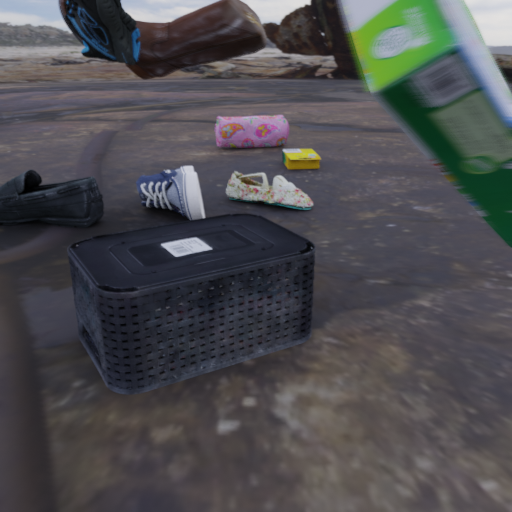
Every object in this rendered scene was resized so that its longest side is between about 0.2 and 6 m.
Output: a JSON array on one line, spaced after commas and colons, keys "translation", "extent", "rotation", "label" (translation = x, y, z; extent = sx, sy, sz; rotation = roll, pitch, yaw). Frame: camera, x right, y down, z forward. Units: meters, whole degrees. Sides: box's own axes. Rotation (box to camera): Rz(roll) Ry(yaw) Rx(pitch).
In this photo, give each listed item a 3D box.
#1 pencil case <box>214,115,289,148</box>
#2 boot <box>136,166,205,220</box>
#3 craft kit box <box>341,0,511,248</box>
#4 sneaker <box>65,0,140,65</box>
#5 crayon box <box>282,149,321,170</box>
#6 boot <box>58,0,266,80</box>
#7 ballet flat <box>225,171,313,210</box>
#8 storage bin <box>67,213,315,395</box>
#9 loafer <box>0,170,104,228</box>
[{"translation": [-0.125, -3.951, 17.754], "extent": [2.329, 1.018, 1.018], "rotation": [-6, 22, -13], "label": "pencil case"}, {"translation": [-1.721, -1.162, 11.047], "extent": [1.218, 0.981, 2.696], "rotation": [-11, 15, -7], "label": "boot"}, {"translation": [1.341, -1.534, 4.085], "extent": [0.588, 2.395, 2.425], "rotation": [-24, -34, 31], "label": "craft kit box"}, {"translation": [-1.916, -2.895, 6.491], "extent": [0.768, 0.686, 1.875], "rotation": [2, -23, 2], "label": "sneaker"}, {"translation": [1.228, -2.635, 15.343], "extent": [0.870, 0.348, 1.370], "rotation": [-2, 21, -4], "label": "crayon box"}, {"translation": [-1.595, -4.410, 10.502], "extent": [3.136, 1.007, 2.922], "rotation": [-1, -7, 28], "label": "boot"}, {"translation": [0.241, -1.399, 11.779], "extent": [2.007, 0.642, 0.759], "rotation": [10, 17, 23], "label": "ballet flat"}, {"translation": [-0.726, 0.397, 6.538], "extent": [2.520, 1.182, 1.704], "rotation": [-11, 24, -28], "label": "storage bin"}, {"translation": [-4.320, -1.144, 10.642], "extent": [2.886, 1.013, 0.980], "rotation": [2, 22, 6], "label": "loafer"}]
